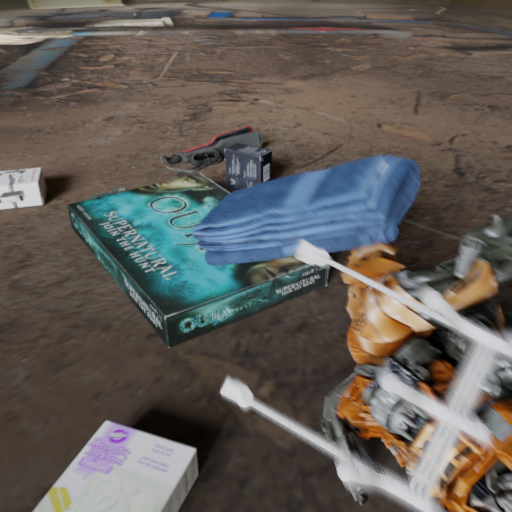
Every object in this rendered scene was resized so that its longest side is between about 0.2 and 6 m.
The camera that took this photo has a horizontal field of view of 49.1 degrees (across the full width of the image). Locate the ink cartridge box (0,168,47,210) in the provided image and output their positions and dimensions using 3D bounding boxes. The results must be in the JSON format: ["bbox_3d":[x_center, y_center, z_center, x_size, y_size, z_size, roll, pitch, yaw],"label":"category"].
[{"bbox_3d":[-5.467,-1.494,12.498,1.369,0.567,1.005,-8,31,-12],"label":"ink cartridge box"}]

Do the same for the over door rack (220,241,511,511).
[{"bbox_3d":[0.949,1.031,5.097,2.383,0.794,1.760,26,82,24],"label":"over door rack"}]

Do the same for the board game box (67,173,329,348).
[{"bbox_3d":[-1.263,-0.267,10.376,3.070,0.639,4.539,-19,36,-29],"label":"board game box"}]

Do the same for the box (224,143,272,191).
[{"bbox_3d":[-0.176,-2.018,12.992,0.986,0.970,0.579,17,35,26],"label":"box"}]

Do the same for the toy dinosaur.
[{"bbox_3d":[2.401,0.856,6.548,3.848,2.896,5.669,-22,60,5],"label":"toy dinosaur"}]

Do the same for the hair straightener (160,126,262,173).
[{"bbox_3d":[-1.072,-2.750,14.585,2.943,0.602,1.132,-18,35,-27],"label":"hair straightener"}]

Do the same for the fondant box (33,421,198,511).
[{"bbox_3d":[-1.485,2.574,5.753,1.186,0.479,1.644,11,31,18],"label":"fondant box"}]

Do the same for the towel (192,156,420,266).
[{"bbox_3d":[0.691,-0.726,8.478,3.275,0.795,1.828,-8,30,36],"label":"towel"}]
